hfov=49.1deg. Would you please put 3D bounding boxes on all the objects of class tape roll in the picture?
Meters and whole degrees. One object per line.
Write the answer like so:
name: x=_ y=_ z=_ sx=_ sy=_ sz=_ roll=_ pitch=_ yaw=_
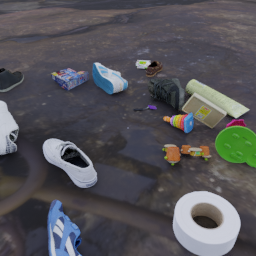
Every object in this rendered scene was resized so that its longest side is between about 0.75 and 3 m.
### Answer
tape roll: x=1.990 y=2.417 z=7.216 sx=1.638 sy=0.573 sz=1.638 roll=-1 pitch=35 yaw=0

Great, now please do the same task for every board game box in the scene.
board game box: x=-2.921 y=-2.623 z=14.601 sx=1.552 sy=0.479 sz=1.553 roll=-26 pitch=42 yaw=-34

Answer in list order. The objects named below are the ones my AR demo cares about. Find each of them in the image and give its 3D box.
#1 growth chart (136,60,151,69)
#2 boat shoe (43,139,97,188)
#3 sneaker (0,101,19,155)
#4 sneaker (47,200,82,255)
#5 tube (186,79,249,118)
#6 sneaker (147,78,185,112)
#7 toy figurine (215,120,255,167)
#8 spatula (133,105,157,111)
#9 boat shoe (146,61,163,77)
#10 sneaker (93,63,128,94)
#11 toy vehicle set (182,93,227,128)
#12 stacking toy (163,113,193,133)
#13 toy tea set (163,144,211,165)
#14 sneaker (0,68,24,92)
growth chart: x=0.906 y=-3.760 z=16.586 sx=0.941 sy=0.115 sz=1.300 roll=2 pitch=34 yaw=4
boat shoe: x=-1.935 y=0.870 z=9.184 sx=2.667 sy=0.872 sz=0.981 roll=28 pitch=43 yaw=34
sneaker: x=-4.686 y=-0.026 z=10.514 sx=1.146 sy=1.088 sz=2.847 roll=-1 pitch=41 yaw=-16
sneaker: x=-1.564 y=2.605 z=6.883 sx=0.787 sy=0.708 sz=1.914 roll=-7 pitch=41 yaw=-15
tube: x=3.891 y=-1.282 z=12.564 sx=2.843 sy=0.738 sz=0.825 roll=36 pitch=88 yaw=34
sneaker: x=1.683 y=-1.479 z=12.473 sx=1.548 sy=1.033 sz=2.702 roll=-2 pitch=31 yaw=-2
toy figurine: x=4.049 y=0.367 z=9.869 sx=1.806 sy=1.356 sz=1.663 roll=32 pitch=31 yaw=6
spatula: x=0.731 y=-0.860 z=12.369 sx=1.102 sy=0.113 sz=0.311 roll=-10 pitch=36 yaw=-14
boat shoe: x=1.516 y=-3.436 z=15.683 sx=0.611 sy=0.611 sz=1.737 roll=13 pitch=35 yaw=20
sneaker: x=-1.003 y=-2.539 z=14.173 sx=1.025 sy=0.971 sz=2.538 roll=-16 pitch=45 yaw=-29
toy vehicle set: x=2.943 y=-0.658 z=10.883 sx=1.453 sy=0.903 sz=0.193 roll=32 pitch=47 yaw=-2
stacking toy: x=1.949 y=-0.273 z=11.175 sx=1.222 sy=0.671 sz=0.709 roll=12 pitch=35 yaw=35
toy tea set: x=1.998 y=0.942 z=9.541 sx=1.662 sy=0.615 sz=0.988 roll=2 pitch=5 yaw=9
sneaker: x=-5.960 y=-2.688 z=14.205 sx=0.725 sy=1.030 sz=1.939 roll=5 pitch=35 yaw=8
